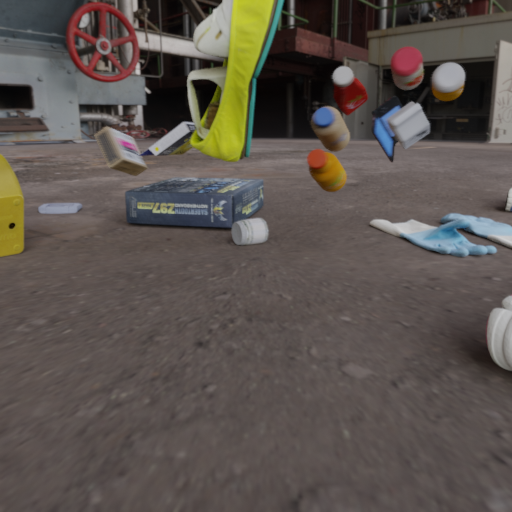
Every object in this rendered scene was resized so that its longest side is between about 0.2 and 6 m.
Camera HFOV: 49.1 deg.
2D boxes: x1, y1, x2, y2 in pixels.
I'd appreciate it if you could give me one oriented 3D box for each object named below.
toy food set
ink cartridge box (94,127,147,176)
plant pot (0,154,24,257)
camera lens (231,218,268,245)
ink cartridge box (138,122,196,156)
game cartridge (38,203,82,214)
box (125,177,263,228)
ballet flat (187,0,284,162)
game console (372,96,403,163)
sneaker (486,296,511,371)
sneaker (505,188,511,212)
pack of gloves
[{"bbox_3d":[1.980,-2.475,9.324,2.987,1.426,1.344,-34,-15,12],"label":"toy food set"},{"bbox_3d":[-2.247,-1.732,9.353,0.299,0.655,0.795,-30,-12,17],"label":"ink cartridge box"},{"bbox_3d":[-5.316,-0.800,10.565,1.578,1.789,1.789,29,30,36],"label":"plant pot"},{"bbox_3d":[-0.111,-0.493,11.467,0.649,0.519,0.519,-9,17,-29],"label":"camera lens"},{"bbox_3d":[-1.371,-1.938,9.693,1.037,0.244,1.025,-32,0,22],"label":"ink cartridge box"},{"bbox_3d":[-5.263,-1.274,15.044,1.014,0.207,0.675,-1,11,-3],"label":"game cartridge"},{"bbox_3d":[-1.411,-1.432,14.299,2.650,0.857,3.361,2,15,12],"label":"box"},{"bbox_3d":[-0.333,-2.309,6.831,0.957,2.854,0.953,8,50,-7],"label":"ballet flat"},{"bbox_3d":[2.875,-2.646,11.721,0.869,1.009,0.599,-36,38,11],"label":"game console"},{"bbox_3d":[4.032,0.788,5.605,3.131,1.155,1.370,-8,16,-11],"label":"sneaker"},{"bbox_3d":[7.539,-1.551,15.217,0.913,0.804,2.048,21,33,36],"label":"sneaker"},{"bbox_3d":[4.463,-0.689,11.984,2.792,0.656,3.323,-5,16,-15],"label":"pack of gloves"}]
